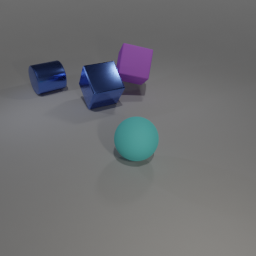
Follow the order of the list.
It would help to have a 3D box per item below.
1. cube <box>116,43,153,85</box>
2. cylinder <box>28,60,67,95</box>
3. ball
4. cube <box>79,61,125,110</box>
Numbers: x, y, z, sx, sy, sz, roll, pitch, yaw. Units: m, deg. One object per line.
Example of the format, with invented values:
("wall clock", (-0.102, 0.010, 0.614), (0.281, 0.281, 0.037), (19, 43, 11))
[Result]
("cube", (0.236, -2.930, 13.059), (1.400, 1.400, 1.400), (10, -3, -10))
("cylinder", (-3.889, -2.453, 13.558), (1.400, 1.400, 1.400), (-20, 37, -29))
("ball", (0.262, 0.339, 8.791), (1.400, 1.400, 1.400), (0, 31, 0))
("cube", (-1.160, -1.823, 12.036), (1.400, 1.400, 1.400), (-15, 72, -23))
